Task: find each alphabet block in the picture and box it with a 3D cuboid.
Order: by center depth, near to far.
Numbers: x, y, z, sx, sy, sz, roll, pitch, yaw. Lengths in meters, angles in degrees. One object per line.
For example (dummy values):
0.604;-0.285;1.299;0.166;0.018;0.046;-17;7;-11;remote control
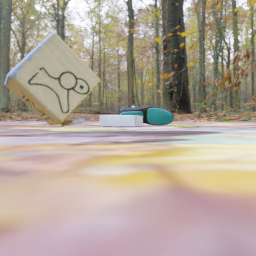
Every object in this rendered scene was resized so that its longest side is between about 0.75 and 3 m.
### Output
-3.161;-1.890;11.624;2.618;2.557;2.571;46;-17;-19;alphabet block

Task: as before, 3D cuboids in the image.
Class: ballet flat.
0.748;-0.594;12.311;2.482;0.907;0.907;1;1;-4;ballet flat

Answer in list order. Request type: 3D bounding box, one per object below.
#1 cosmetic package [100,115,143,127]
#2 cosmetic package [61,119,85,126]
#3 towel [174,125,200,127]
-0.197;-0.255;10.348;1.265;0.433;1.677;2;2;12;cosmetic package
-2.261;-0.237;11.498;0.803;0.208;0.606;-6;4;43;cosmetic package
1.987;-0.059;9.475;0.843;0.076;0.363;0;1;19;towel
